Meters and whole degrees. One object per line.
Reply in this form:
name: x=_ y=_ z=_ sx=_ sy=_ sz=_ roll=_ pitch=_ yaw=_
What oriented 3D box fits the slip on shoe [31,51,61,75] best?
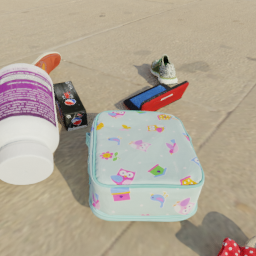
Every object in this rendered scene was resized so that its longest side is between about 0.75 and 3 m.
slip on shoe: x=-3.018 y=-1.931 z=9.752 sx=0.713 sy=0.863 sz=2.331 roll=26 pitch=45 yaw=11

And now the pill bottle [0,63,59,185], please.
pill bottle: x=-2.341 y=-0.122 z=6.324 sx=1.467 sy=1.467 sz=2.612 roll=-8 pitch=51 yaw=-12

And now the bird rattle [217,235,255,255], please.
bird rattle: x=2.047 y=2.055 z=4.154 sx=1.091 sy=0.754 sz=1.338 roll=-33 pitch=34 yaw=-17

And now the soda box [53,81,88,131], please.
soda box: x=-1.708 y=-0.682 z=8.084 sx=0.633 sy=0.567 sz=1.789 roll=-13 pitch=40 yaw=-18

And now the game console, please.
game console: x=0.765 y=-1.021 z=8.132 sx=1.562 sy=1.346 sz=0.927 roll=-27 pitch=73 yaw=-16

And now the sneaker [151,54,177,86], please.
sneaker: x=1.312 y=-2.204 z=9.869 sx=0.763 sy=0.879 sz=1.984 roll=-4 pitch=31 yaw=-10

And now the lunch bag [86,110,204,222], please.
lunch bag: x=0.195 y=0.613 z=5.710 sx=2.161 sy=1.038 sz=2.694 roll=-1 pitch=30 yaw=-4
